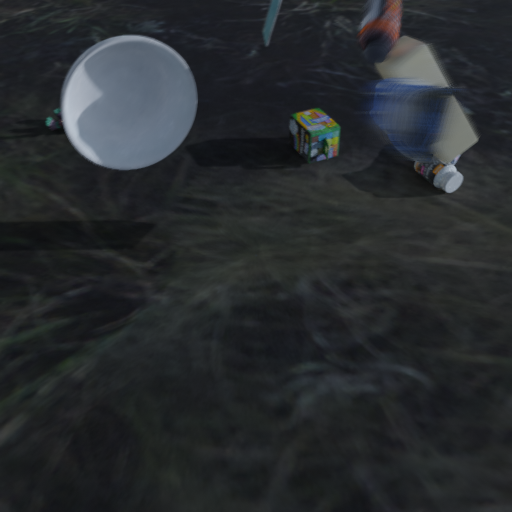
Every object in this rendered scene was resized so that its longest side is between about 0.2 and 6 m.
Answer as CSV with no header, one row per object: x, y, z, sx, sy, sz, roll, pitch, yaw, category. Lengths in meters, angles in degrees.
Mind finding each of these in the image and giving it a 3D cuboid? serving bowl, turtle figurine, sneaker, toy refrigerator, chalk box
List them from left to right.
-4.791,-3.728,15.014,1.538,0.775,1.152,-3,25,20,turtle figurine
-2.372,-2.851,10.279,2.470,2.470,0.812,-19,43,-19,serving bowl
1.537,-2.958,14.092,0.875,0.881,1.411,-19,47,-18,chalk box
2.232,-2.096,8.439,1.144,1.124,2.969,16,20,17,sneaker
3.153,-2.856,10.287,0.790,2.258,0.857,-39,31,10,toy refrigerator

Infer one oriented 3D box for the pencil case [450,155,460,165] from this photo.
4.867,-2.742,14.062,0.651,0.596,1.434,17,44,29,pencil case

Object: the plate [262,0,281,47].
0.387,-5.309,11.974,0.204,1.595,1.595,16,43,-5,plate

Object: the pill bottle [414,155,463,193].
4.304,-1.988,13.218,0.627,0.627,1.077,-19,46,-20,pill bottle

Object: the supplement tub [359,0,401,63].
2.138,-3.941,9.666,0.659,0.659,1.231,8,67,8,supplement tub
